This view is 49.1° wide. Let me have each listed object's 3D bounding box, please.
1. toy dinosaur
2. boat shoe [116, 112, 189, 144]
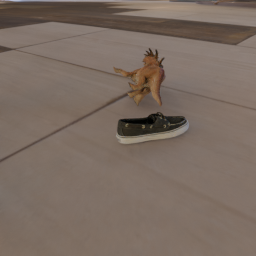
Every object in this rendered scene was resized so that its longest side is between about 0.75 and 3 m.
[{"bbox_3d":[0.671,-1.617,8.520,1.658,1.050,2.447,-30,35,-5],"label":"toy dinosaur"},{"bbox_3d":[0.644,-0.074,6.827,1.932,0.547,0.663,-12,28,-20],"label":"boat shoe"}]
